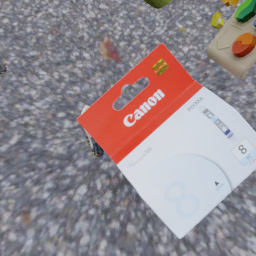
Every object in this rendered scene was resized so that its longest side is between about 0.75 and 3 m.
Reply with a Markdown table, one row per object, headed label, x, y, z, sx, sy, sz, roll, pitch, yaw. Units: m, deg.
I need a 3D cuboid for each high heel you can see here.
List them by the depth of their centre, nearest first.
| label | x | y | z | sx | sy | sz | roll | pitch | yaw |
| --- | --- | --- | --- | --- | --- | --- | --- | --- | --- |
| high heel | -0.769 | 0.085 | 6.037 | 0.382 | 0.763 | 1.070 | -15 | 57 | -6 |

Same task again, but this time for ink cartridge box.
| label | x | y | z | sx | sy | sz | roll | pitch | yaw |
| --- | --- | --- | --- | --- | --- | --- | --- | --- | --- |
| ink cartridge box | 0.806 | 0.156 | 5.152 | 2.293 | 0.677 | 2.864 | -42 | 94 | -2 |

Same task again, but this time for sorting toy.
| label | x | y | z | sx | sy | sz | roll | pitch | yaw |
| --- | --- | --- | --- | --- | --- | --- | --- | --- | --- |
| sorting toy | 2.015 | -1.915 | 5.184 | 0.270 | 1.505 | 2.020 | 22 | 24 | -25 |

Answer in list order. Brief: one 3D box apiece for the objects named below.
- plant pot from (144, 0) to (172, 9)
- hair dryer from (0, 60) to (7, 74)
| label | x | y | z | sx | sy | sz | roll | pitch | yaw |
| --- | --- | --- | --- | --- | --- | --- | --- | --- | --- |
| plant pot | 0.570 | -3.894 | 7.214 | 1.385 | 1.481 | 1.385 | -23 | 46 | 26 |
| hair dryer | -4.217 | -2.200 | 6.504 | 1.990 | 2.613 | 0.710 | -25 | 17 | -24 |
